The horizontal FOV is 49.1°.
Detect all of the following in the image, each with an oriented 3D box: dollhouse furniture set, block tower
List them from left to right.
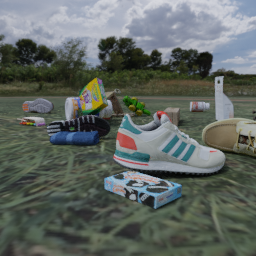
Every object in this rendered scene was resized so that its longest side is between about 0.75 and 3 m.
[{"bbox_3d":[-1.566,-0.940,15.551,1.658,1.420,1.743,3,38,40],"label":"dollhouse furniture set"},{"bbox_3d":[2.054,-0.557,13.015,0.634,0.679,2.349,2,8,13],"label":"block tower"}]

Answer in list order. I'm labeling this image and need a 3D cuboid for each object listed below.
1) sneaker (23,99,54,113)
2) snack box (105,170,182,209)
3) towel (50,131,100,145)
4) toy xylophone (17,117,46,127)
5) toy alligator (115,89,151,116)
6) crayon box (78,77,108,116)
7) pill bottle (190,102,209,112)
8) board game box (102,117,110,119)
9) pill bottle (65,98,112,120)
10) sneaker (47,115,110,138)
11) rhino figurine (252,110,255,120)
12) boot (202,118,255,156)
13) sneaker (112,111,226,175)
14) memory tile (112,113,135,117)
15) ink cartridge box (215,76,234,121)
[{"bbox_3d":[-5.550,-1.491,18.298,2.458,0.953,1.377,4,11,27],"label":"sneaker"},{"bbox_3d":[0.219,0.940,4.458,1.094,0.203,0.636,8,12,44],"label":"snack box"},{"bbox_3d":[-1.577,0.295,8.369,1.363,0.331,0.761,1,9,6],"label":"towel"},{"bbox_3d":[-4.256,-0.277,12.239,0.938,0.322,1.281,-8,12,-43],"label":"toy xylophone"},{"bbox_3d":[0.153,-1.348,15.950,2.567,0.761,0.697,32,-37,-19],"label":"toy alligator"},{"bbox_3d":[-1.554,-1.308,12.375,1.216,1.410,0.411,-33,-31,29],"label":"crayon box"},{"bbox_3d":[4.768,-1.404,18.650,1.196,0.671,0.671,2,9,7],"label":"pill bottle"},{"bbox_3d":[-1.660,-0.751,15.684,1.374,0.260,2.670,-1,9,-2],"label":"board game box"},{"bbox_3d":[-1.872,-0.894,13.506,2.102,1.178,1.178,-4,10,-25],"label":"pill bottle"},{"bbox_3d":[-1.570,-0.065,9.435,2.035,0.770,1.175,-1,6,2],"label":"sneaker"},{"bbox_3d":[6.545,-0.531,13.130,0.853,0.583,1.950,1,10,7],"label":"rhino figurine"},{"bbox_3d":[2.888,0.334,6.364,2.433,0.877,1.881,4,10,18],"label":"boot"},{"bbox_3d":[0.904,0.259,5.451,2.371,1.109,0.835,4,6,-15],"label":"sneaker"},{"bbox_3d":[-0.244,-0.754,16.188,1.322,0.111,1.013,0,8,3],"label":"memory tile"},{"bbox_3d":[4.518,-1.340,13.190,0.536,2.136,1.733,-1,8,6],"label":"ink cartridge box"}]
